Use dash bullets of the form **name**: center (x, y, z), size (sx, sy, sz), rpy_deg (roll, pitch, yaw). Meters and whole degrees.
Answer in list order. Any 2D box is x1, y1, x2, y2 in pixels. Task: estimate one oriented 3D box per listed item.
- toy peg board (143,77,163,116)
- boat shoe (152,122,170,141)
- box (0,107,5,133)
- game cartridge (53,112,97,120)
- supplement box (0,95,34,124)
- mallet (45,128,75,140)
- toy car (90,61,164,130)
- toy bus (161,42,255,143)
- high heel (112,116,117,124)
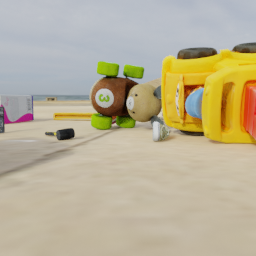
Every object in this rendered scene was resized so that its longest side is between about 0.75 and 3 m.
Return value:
- **toy peg board**: center (1.711, -0.971, 11.240), size (2.427, 1.187, 2.417), rpy_deg (24, 33, 30)
- **boat shoe**: center (0.643, 0.060, 5.346), size (0.308, 0.358, 0.994), rpy_deg (2, 3, 10)
- **box**: center (-3.140, -0.166, 6.243), size (0.202, 0.623, 0.790), rpy_deg (3, 7, 27)
- **game cartridge**: center (-1.937, -0.535, 11.896), size (1.735, 0.319, 1.969), rpy_deg (1, 7, 12)
- **supplement box**: center (-4.278, -0.681, 9.873), size (0.999, 0.978, 1.932), rpy_deg (1, 5, 11)
- **mallet**: center (-1.489, 0.127, 5.677), size (1.034, 0.213, 0.341), rpy_deg (-2, 6, 45)
- **toy car**: center (0.185, -0.637, 6.906), size (1.625, 1.692, 2.059), rpy_deg (-3, 19, -38)
- **toy bus**: center (1.949, -0.472, 5.061), size (2.707, 1.837, 2.598), rpy_deg (-1, 21, 8)
- **high heel**: center (-0.203, -0.279, 8.413), size (1.058, 0.508, 0.357), rpy_deg (-37, 46, -22)
